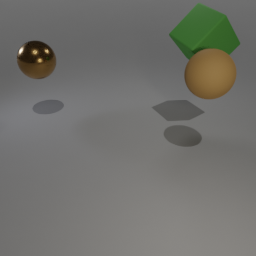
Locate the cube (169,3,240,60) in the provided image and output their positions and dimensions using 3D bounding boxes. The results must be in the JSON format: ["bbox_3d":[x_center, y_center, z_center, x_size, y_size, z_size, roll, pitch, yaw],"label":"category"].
[{"bbox_3d":[2.512,-2.936,9.235,1.400,1.400,1.400,34,15,-44],"label":"cube"}]

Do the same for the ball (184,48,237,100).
[{"bbox_3d":[2.292,-1.502,7.849,1.400,1.400,1.400,0,30,0],"label":"ball"}]

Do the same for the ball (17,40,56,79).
[{"bbox_3d":[-3.373,-2.510,10.377,1.400,1.400,1.400,0,30,0],"label":"ball"}]
